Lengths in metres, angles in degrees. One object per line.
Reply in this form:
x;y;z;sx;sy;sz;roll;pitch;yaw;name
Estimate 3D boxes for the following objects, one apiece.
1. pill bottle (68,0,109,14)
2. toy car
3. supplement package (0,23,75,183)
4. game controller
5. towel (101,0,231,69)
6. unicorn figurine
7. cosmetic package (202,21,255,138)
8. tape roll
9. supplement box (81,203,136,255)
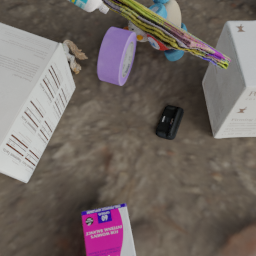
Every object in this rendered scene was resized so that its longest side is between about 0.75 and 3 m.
-1.169;-3.496;6.774;1.741;0.964;0.964;25;61;-18;pill bottle
0.628;-3.059;8.694;1.903;1.754;1.683;-4;57;31;toy car
-3.213;-0.673;6.587;2.773;2.133;2.900;20;70;7;supplement package
1.152;-0.172;7.693;0.558;0.225;1.070;12;61;23;game controller
0.633;-1.394;4.092;1.512;0.240;2.105;41;24;24;towel
-2.263;-1.945;8.115;1.991;0.735;1.368;-39;97;-36;unicorn figurine
3.187;-1.112;6.946;1.959;2.341;1.947;-2;62;-1;cosmetic package
-0.292;-2.004;7.904;0.646;1.520;1.520;17;63;10;tape roll
-0.322;2.638;5.708;0.958;0.978;1.892;-10;64;-7;supplement box
